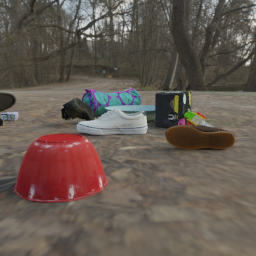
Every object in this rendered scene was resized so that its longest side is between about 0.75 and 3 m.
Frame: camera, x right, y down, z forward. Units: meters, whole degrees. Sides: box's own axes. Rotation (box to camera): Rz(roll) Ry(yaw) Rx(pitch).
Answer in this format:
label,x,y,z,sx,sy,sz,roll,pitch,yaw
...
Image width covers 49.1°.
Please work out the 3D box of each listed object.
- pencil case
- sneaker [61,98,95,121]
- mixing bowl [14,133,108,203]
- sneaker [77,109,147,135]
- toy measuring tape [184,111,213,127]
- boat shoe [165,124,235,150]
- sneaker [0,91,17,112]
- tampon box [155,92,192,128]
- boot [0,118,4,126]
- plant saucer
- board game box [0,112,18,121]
label,x,y,z,sx,sy,sz,roll,pitch,yaw
pencil case,-0.705,-1.165,12.342,2.563,1.184,1.091,-8,14,-37
sneaker,-1.738,-0.527,9.599,0.825,0.550,1.440,-19,-21,18
mixing bowl,-0.917,0.462,3.906,1.272,0.689,1.272,1,10,0
sneaker,-0.440,-0.200,7.875,1.976,0.699,0.722,-1,9,-8
toy measuring tape,2.168,-0.072,8.122,0.566,0.566,1.538,-5,27,-26
boat shoe,1.526,0.193,6.119,1.481,0.521,0.521,8,14,-2
sneaker,-5.989,-0.928,12.129,2.605,0.974,1.384,-19,23,-36
tampon box,1.552,-0.658,9.405,0.933,1.107,1.478,3,10,22
boot,-3.621,-0.241,7.749,0.777,0.301,0.537,18,5,15
plant saucer,0.320,-0.579,10.969,2.434,0.469,2.434,0,8,0
board game box,-4.605,-0.440,10.711,0.875,0.270,0.874,-5,10,-28
